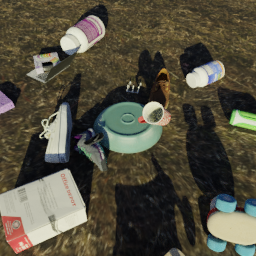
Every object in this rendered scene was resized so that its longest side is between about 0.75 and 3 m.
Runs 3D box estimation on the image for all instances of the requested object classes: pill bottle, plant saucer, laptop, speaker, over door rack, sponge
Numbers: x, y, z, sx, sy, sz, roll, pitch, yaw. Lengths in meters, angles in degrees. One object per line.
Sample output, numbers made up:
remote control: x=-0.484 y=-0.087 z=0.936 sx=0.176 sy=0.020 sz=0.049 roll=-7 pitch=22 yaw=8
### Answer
pill bottle: x=3.643 y=-2.515 z=13.281 sx=1.707 sy=0.957 sz=0.957 roll=-26 pitch=51 yaw=-22
plant saucer: x=-0.008 y=-0.221 z=11.347 sx=2.834 sy=0.509 sz=2.834 roll=0 pitch=46 yaw=0
laptop: x=-3.754 y=-3.183 z=13.791 sx=2.001 sy=1.160 sz=1.874 roll=25 pitch=50 yaw=22
speaker: x=4.971 y=-0.273 z=11.270 sx=1.598 sy=0.707 sz=0.707 roll=15 pitch=48 yaw=14
over door rack: x=0.277 y=-1.956 z=13.220 sx=0.574 sy=0.259 sz=0.777 roll=10 pitch=46 yaw=9
sponge: x=-6.246 y=-0.758 z=11.984 sx=1.298 sy=0.347 sz=2.328 roll=34 pitch=55 yaw=28
pill bottle: x=-2.504 y=-5.060 z=15.440 sx=1.426 sy=1.426 sz=2.541 roll=22 pitch=50 yaw=20

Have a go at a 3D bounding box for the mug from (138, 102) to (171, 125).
mug: x=1.002 y=-0.492 z=10.356 sx=1.048 sy=1.180 sz=0.788 roll=9 pitch=88 yaw=25

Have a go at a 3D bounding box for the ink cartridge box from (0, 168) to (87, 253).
ink cartridge box: x=-2.539 y=2.425 z=8.451 sx=2.212 sy=0.917 sz=1.623 roll=-20 pitch=49 yaw=-18

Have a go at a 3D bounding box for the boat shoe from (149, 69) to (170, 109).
boat shoe: x=1.446 y=-1.749 z=12.593 sx=0.899 sy=0.844 sz=2.498 roll=8 pitch=46 yaw=7

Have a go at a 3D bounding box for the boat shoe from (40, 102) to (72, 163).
boat shoe: x=-2.820 y=0.153 z=10.748 sx=1.169 sy=1.013 sz=2.742 roll=-5 pitch=55 yaw=0

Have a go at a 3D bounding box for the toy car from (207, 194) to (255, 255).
toy car: x=3.053 y=2.520 z=8.288 sx=1.514 sy=1.577 sz=1.711 roll=8 pitch=17 yaw=7

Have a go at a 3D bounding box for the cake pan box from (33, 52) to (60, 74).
cake pan box: x=-4.142 y=-3.326 z=14.365 sx=1.260 sy=0.358 sz=1.368 roll=-14 pitch=47 yaw=-10

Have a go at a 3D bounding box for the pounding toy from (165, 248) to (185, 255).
pounding toy: x=0.816 y=3.662 z=6.854 sx=2.560 sy=1.469 sz=1.464 roll=4 pitch=50 yaw=4

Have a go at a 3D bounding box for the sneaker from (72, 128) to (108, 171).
sneaker: x=-1.401 y=0.890 z=10.144 sx=0.947 sy=0.805 sz=2.164 roll=-18 pitch=38 yaw=-12

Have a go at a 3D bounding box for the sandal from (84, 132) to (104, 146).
sandal: x=-1.197 y=0.379 z=10.041 sx=0.326 sy=0.184 sz=0.858 roll=23 pitch=43 yaw=38
